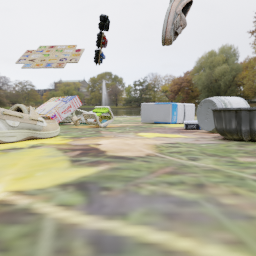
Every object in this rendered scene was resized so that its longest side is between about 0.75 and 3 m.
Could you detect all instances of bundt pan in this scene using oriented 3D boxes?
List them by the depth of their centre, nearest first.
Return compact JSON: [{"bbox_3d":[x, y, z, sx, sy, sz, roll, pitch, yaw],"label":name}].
[{"bbox_3d":[2.355,-0.083,5.180,1.589,0.596,1.589,-1,2,0],"label":"bundt pan"}]

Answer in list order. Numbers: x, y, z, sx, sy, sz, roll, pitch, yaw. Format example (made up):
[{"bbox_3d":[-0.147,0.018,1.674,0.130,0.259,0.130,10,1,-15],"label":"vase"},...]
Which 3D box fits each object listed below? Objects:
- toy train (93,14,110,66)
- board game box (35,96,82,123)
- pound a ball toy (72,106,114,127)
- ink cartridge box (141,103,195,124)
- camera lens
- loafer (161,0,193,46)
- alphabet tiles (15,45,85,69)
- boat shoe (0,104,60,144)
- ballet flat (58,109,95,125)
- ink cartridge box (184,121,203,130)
[{"bbox_3d":[-1.101,-3.668,11.898,0.532,2.322,0.396,5,43,-12],"label":"toy train"},{"bbox_3d":[-3.188,-0.758,12.002,2.090,0.484,1.584,4,38,46],"label":"board game box"},{"bbox_3d":[-1.300,-0.282,10.303,1.042,0.679,1.599,-29,16,-24],"label":"pound a ball toy"},{"bbox_3d":[2.050,-0.760,14.164,1.764,1.034,2.409,3,3,39],"label":"ink cartridge box"},{"bbox_3d":[2.428,-0.334,7.059,1.123,0.899,0.899,-2,4,-27],"label":"camera lens"},{"bbox_3d":[1.297,-2.857,7.235,0.629,2.000,0.719,9,-34,9],"label":"loafer"},{"bbox_3d":[-1.703,-1.592,6.191,1.398,0.044,1.163,1,39,7],"label":"alphabet tiles"},{"bbox_3d":[-1.918,-0.122,5.237,0.730,0.657,2.024,1,3,18],"label":"boat shoe"},{"bbox_3d":[-2.476,-0.488,12.375,2.112,0.733,0.733,0,3,10],"label":"ballet flat"},{"bbox_3d":[2.361,-0.091,8.686,1.232,0.293,1.247,-1,1,11],"label":"ink cartridge box"}]
